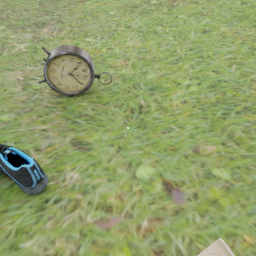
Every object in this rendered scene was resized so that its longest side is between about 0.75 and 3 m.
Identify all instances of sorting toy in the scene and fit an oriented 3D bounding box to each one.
[{"bbox_3d":[1.587,2.761,5.058,1.131,0.206,1.047,-44,41,8],"label":"sorting toy"}]

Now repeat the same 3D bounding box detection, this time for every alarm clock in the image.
[{"bbox_3d":[-1.752,-1.935,9.685,2.484,1.676,0.827,12,39,-12],"label":"alarm clock"}]

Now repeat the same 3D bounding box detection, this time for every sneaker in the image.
[{"bbox_3d":[-3.063,0.743,7.140,2.417,0.990,0.885,20,48,21],"label":"sneaker"}]
